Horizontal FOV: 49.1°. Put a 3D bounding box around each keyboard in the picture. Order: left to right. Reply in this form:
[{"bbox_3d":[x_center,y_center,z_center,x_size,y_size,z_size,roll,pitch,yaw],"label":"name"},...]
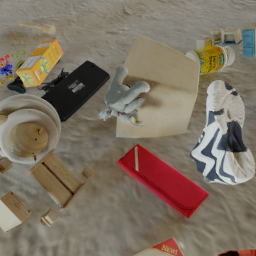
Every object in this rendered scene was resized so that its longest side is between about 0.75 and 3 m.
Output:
[{"bbox_3d":[-1.976,-1.379,9.849,1.521,0.579,2.922,37,51,3],"label":"keyboard"}]

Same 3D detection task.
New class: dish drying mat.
[{"bbox_3d":[0.850,1.273,7.248,2.357,0.214,0.905,34,53,29],"label":"dish drying mat"}]

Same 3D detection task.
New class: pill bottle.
[{"bbox_3d":[3.081,-2.565,10.546,1.703,0.960,0.960,-15,47,-15],"label":"pill bottle"}]

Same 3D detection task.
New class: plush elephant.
[{"bbox_3d":[0.004,-0.568,6.703,1.121,1.054,1.362,35,90,39],"label":"plush elephant"}]

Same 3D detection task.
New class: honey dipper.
[{"bbox_3d":[-4.359,-4.821,13.209,2.117,0.402,0.402,20,49,21],"label":"honey dipper"}]

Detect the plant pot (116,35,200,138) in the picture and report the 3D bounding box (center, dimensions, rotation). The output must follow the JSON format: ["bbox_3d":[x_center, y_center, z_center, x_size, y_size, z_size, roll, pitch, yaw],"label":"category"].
[{"bbox_3d":[0.926,-1.050,8.183,1.999,2.258,2.255,11,46,7],"label":"plant pot"}]

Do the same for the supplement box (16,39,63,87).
[{"bbox_3d":[-2.039,-1.550,6.595,0.471,0.455,1.369,0,45,22],"label":"supplement box"}]

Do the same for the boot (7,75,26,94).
[{"bbox_3d":[-3.812,-1.593,10.021,0.833,0.318,0.700,15,51,23],"label":"boot"}]

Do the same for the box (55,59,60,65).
[{"bbox_3d":[-3.231,-2.731,11.043,0.769,0.476,0.756,20,48,19],"label":"box"}]

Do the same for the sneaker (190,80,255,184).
[{"bbox_3d":[2.006,0.200,6.704,0.961,1.566,2.407,-2,71,-26],"label":"sneaker"}]

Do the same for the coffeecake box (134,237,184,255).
[{"bbox_3d":[0.021,3.463,4.493,2.816,1.029,2.161,-18,48,-17],"label":"coffeecake box"}]

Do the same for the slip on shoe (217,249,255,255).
[{"bbox_3d":[2.313,2.692,5.749,1.140,0.349,0.422,-4,44,-6],"label":"slip on shoe"}]

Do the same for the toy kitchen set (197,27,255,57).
[{"bbox_3d":[4.051,-3.297,11.435,1.545,1.136,1.929,-37,36,-30],"label":"toy kitchen set"}]

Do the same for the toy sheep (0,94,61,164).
[{"bbox_3d":[-2.744,-0.025,7.390,1.984,1.984,2.878,-13,26,-13],"label":"toy sheep"}]

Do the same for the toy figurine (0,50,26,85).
[{"bbox_3d":[-4.671,-2.384,10.469,1.022,0.900,1.705,25,49,29],"label":"toy figurine"}]

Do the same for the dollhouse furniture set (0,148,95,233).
[{"bbox_3d":[-2.216,1.228,6.672,1.902,1.089,2.231,49,41,-8],"label":"dollhouse furniture set"}]
